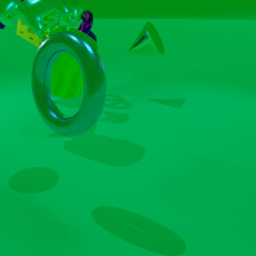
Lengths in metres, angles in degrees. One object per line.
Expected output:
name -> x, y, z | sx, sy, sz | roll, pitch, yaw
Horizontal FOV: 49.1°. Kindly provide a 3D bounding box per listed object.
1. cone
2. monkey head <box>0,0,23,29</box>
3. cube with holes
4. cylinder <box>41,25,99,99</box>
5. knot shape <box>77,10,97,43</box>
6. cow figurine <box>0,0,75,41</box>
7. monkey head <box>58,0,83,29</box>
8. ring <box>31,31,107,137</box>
cone -> 0.501, -3.183, 10.925 | 1.354, 1.349, 1.349 | -22, 14, 27
monkey head -> -3.411, -3.553, 8.064 | 1.997, 1.437, 1.203 | 33, 6, -23
cube with holes -> -3.311, -4.040, 10.796 | 1.245, 1.245, 1.245 | 32, 49, -4
cylinder -> -1.581, -1.668, 7.115 | 1.340, 1.340, 1.340 | 18, 37, -14
knot shape -> -1.928, -3.480, 10.897 | 0.938, 2.031, 1.901 | 43, 3, 4
cow figurine -> -2.429, -3.046, 7.107 | 1.726, 1.698, 0.947 | -35, -1, -1
monkey head -> -2.082, -3.729, 9.082 | 1.137, 1.581, 0.953 | 7, 9, 27
ring -> -0.979, -0.668, 4.405 | 1.638, 1.638, 0.328 | 18, 19, 36
